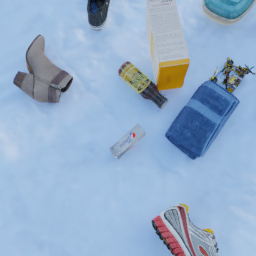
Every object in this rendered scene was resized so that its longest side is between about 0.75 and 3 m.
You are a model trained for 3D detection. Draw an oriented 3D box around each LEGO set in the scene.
[{"bbox_3d":[3.265,-1.702,8.866,1.345,0.779,1.034,-38,75,-12],"label":"LEGO set"}]

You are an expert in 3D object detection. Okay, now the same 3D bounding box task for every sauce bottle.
[{"bbox_3d":[0.496,-1.343,8.816,1.846,0.609,0.609,42,76,15],"label":"sauce bottle"}]

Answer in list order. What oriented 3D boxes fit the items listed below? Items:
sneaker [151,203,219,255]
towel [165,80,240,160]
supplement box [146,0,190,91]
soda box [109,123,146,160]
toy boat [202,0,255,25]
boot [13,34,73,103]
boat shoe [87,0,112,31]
[{"bbox_3d":[1.921,3.186,6.994,1.203,1.139,2.927,-36,75,-12],"label":"sneaker"},{"bbox_3d":[2.231,-0.294,8.403,1.299,0.565,2.327,37,77,6],"label":"towel"},{"bbox_3d":[1.175,-2.635,8.767,0.910,1.559,2.474,-8,72,0],"label":"supplement box"},{"bbox_3d":[-0.003,0.410,8.338,1.158,0.395,0.367,-41,73,-13],"label":"soda box"},{"bbox_3d":[4.113,-4.455,9.530,2.845,1.322,2.391,27,73,9],"label":"toy boat"},{"bbox_3d":[-2.549,-1.838,9.005,1.622,0.779,2.218,19,73,0],"label":"boot"},{"bbox_3d":[-0.987,-4.718,9.920,0.909,0.750,2.649,2,71,1],"label":"boat shoe"}]
